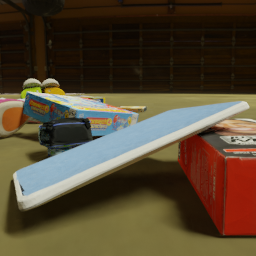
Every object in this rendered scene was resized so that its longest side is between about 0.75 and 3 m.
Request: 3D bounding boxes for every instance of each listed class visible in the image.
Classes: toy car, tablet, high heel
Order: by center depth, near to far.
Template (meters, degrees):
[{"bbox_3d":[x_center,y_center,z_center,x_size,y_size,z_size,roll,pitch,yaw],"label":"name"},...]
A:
[{"bbox_3d":[-0.054,0.212,3.650,2.797,0.191,1.820,-21,8,-22],"label":"tablet"},{"bbox_3d":[-3.729,-0.273,6.601,1.415,0.994,2.951,23,31,23],"label":"high heel"},{"bbox_3d":[-3.873,-1.232,12.675,1.937,1.695,1.452,-6,-24,-31],"label":"toy car"}]

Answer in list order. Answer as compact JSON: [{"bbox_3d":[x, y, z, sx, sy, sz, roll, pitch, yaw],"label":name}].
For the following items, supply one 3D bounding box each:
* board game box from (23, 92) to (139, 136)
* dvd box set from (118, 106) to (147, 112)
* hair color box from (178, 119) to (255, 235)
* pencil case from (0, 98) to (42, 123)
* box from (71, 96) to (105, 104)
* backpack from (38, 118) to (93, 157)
[{"bbox_3d":[-1.177,-0.360,7.171,2.060,0.588,2.103,19,12,38],"label":"board game box"},{"bbox_3d":[0.176,-0.981,14.481,1.475,0.217,1.079,2,10,12],"label":"dvd box set"},{"bbox_3d":[1.420,0.387,3.532,1.256,0.758,2.474,-1,8,1],"label":"hair color box"},{"bbox_3d":[-3.773,-0.663,10.109,2.082,0.866,0.945,2,27,17],"label":"pencil case"},{"bbox_3d":[-2.027,-1.204,14.081,0.708,0.771,2.202,-7,11,-39],"label":"box"},{"bbox_3d":[-1.192,0.170,5.154,0.869,0.698,0.950,-8,8,-33],"label":"backpack"}]
